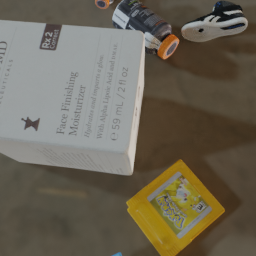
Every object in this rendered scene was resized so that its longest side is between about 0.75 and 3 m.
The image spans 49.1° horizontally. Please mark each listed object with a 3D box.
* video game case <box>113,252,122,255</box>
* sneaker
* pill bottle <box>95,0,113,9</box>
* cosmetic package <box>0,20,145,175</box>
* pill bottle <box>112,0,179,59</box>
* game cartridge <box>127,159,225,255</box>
[{"bbox_3d":[-0.287,3.149,5.474,0.793,0.099,1.107,-31,61,10],"label":"video game case"},{"bbox_3d":[2.420,-3.174,8.219,1.858,0.679,1.039,-6,61,0],"label":"sneaker"},{"bbox_3d":[-0.668,-4.233,8.560,0.622,0.622,1.171,11,71,4],"label":"pill bottle"},{"bbox_3d":[-1.237,-0.497,6.125,2.981,2.460,2.458,6,73,4],"label":"cosmetic package"},{"bbox_3d":[0.525,-2.742,7.851,0.994,0.994,1.871,-43,74,-14],"label":"pill bottle"},{"bbox_3d":[1.061,1.857,6.501,1.780,0.289,1.569,-36,73,-14],"label":"game cartridge"}]
